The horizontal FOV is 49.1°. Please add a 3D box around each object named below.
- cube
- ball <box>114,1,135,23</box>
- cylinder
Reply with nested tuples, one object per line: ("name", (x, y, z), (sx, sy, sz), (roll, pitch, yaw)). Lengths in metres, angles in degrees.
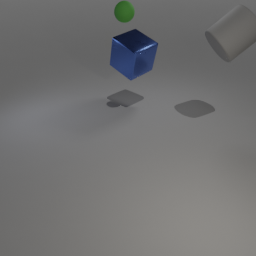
("cube", (0.223, -3.167, 12.055), (1.400, 1.400, 1.400), (-32, 61, -32))
("ball", (-0.122, -3.956, 9.537), (0.700, 0.700, 0.700), (0, 29, 0))
("cylinder", (3.685, -3.284, 9.818), (1.400, 1.400, 1.400), (-38, 29, 11))
